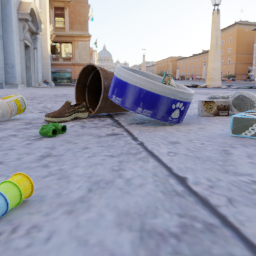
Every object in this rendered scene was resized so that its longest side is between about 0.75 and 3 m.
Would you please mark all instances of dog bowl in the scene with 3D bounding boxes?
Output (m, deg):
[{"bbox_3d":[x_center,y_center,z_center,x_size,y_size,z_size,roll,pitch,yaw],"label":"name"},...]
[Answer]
[{"bbox_3d":[0.765,-1.175,9.434,2.751,1.083,2.751,17,16,-5],"label":"dog bowl"}]

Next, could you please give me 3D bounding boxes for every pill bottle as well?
[{"bbox_3d":[-4.259,-0.698,9.804,0.762,0.762,1.352,3,20,18],"label":"pill bottle"}]

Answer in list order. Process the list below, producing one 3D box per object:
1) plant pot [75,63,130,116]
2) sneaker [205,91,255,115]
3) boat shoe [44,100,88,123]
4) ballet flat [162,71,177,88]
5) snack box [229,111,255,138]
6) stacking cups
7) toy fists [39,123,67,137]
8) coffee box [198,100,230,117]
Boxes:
[{"bbox_3d":[-0.776,-1.447,11.288,2.013,2.033,2.033,0,7,-40],"label":"plant pot"},{"bbox_3d":[4.460,-1.008,11.374,1.273,0.998,2.562,-3,11,-38],"label":"sneaker"},{"bbox_3d":[-2.157,-0.618,9.758,0.703,0.705,1.905,5,11,29],"label":"boat shoe"},{"bbox_3d":[1.314,-1.321,9.769,0.668,0.602,1.774,22,50,10],"label":"ballet flat"},{"bbox_3d":[4.188,-0.017,6.769,2.911,0.540,1.691,8,12,37],"label":"snack box"},{"bbox_3d":[-1.384,0.770,2.780,0.340,0.340,1.125,2,10,13],"label":"stacking cups"},{"bbox_3d":[-1.962,0.033,7.228,0.441,0.298,0.865,2,11,15],"label":"toy fists"},{"bbox_3d":[3.339,-0.783,10.926,1.129,0.638,0.451,0,9,-5],"label":"coffee box"}]
